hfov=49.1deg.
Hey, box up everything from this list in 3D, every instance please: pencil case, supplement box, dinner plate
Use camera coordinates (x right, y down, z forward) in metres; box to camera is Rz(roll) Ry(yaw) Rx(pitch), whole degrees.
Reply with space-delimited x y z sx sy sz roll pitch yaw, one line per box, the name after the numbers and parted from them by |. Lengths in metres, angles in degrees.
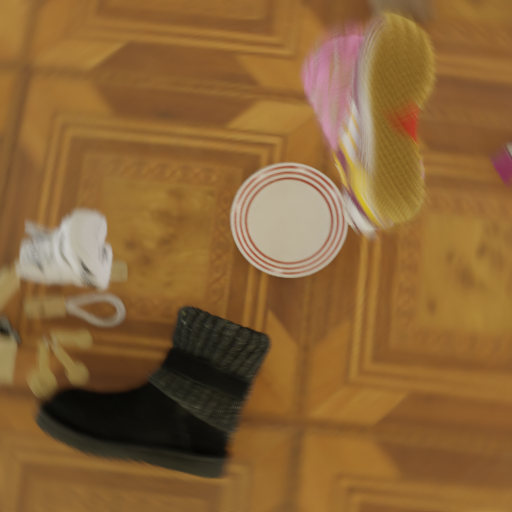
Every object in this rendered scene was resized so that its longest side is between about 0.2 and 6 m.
1.536 -1.767 7.662 1.069 2.471 1.023 -18 50 18 | pencil case
4.929 -1.835 10.075 1.062 0.695 0.548 -30 84 -3 | supplement box
0.593 -0.642 10.147 2.097 0.254 2.097 0 83 0 | dinner plate

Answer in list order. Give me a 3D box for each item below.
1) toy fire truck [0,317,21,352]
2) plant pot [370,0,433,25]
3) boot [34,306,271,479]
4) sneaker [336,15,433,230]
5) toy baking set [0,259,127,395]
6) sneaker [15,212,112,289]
-4.786 1.375 9.319 0.789 1.227 1.080 -44 77 11 | toy fire truck
2.650 -4.674 10.351 0.939 1.076 1.076 -20 83 14 | plant pot
-1.645 1.981 9.236 3.404 1.281 2.545 16 90 -9 | boot
1.268 -1.420 6.073 0.847 1.019 2.261 10 82 -17 | sneaker
-3.534 1.018 9.545 2.192 0.332 2.857 30 63 -7 | toy baking set
-2.363 -0.062 6.744 1.069 1.860 0.699 7 72 -7 | sneaker
